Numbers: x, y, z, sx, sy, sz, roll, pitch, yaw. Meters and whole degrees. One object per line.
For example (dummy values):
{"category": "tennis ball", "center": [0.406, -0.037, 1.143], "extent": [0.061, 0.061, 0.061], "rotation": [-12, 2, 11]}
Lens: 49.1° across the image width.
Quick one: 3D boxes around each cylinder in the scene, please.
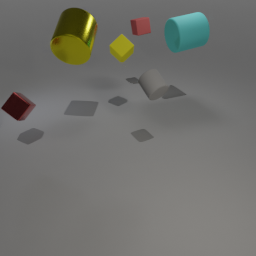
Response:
{"category": "cylinder", "center": [2.466, -4.032, 11.845], "extent": [1.400, 1.400, 1.400], "rotation": [-18, 33, -15]}
{"category": "cylinder", "center": [-1.869, -3.195, 9.835], "extent": [1.400, 1.400, 1.400], "rotation": [4, 60, 7]}
{"category": "cylinder", "center": [0.779, -1.328, 8.615], "extent": [0.700, 0.700, 0.700], "rotation": [-18, 66, -29]}

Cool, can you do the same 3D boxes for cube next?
{"category": "cube", "center": [0.603, -4.855, 13.372], "extent": [0.700, 0.700, 0.700], "rotation": [-18, 27, -15]}
{"category": "cube", "center": [-3.681, -0.721, 9.468], "extent": [0.700, 0.700, 0.700], "rotation": [38, 1, -5]}
{"category": "cube", "center": [-0.247, -3.157, 11.209], "extent": [0.700, 0.700, 0.700], "rotation": [44, 83, 5]}
